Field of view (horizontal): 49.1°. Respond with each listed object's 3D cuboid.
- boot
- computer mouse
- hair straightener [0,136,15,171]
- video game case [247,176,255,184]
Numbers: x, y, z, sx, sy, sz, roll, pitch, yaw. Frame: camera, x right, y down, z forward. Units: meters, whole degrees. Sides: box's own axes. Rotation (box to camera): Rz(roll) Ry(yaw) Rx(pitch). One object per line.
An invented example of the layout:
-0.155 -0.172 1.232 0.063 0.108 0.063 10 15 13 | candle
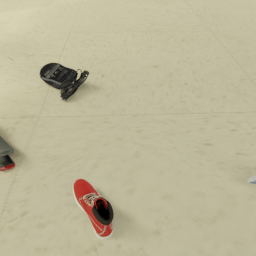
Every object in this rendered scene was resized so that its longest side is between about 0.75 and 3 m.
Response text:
-0.666 1.332 5.298 0.483 0.963 1.335 -23 55 -24 | boot
-2.247 -1.631 9.508 1.866 0.492 1.292 29 70 29 | computer mouse
-3.480 0.066 7.115 0.489 0.919 2.389 -14 38 -34 | hair straightener
3.065 0.991 5.765 0.910 0.830 0.100 16 50 -34 | video game case
